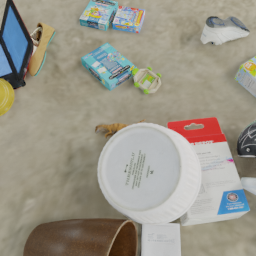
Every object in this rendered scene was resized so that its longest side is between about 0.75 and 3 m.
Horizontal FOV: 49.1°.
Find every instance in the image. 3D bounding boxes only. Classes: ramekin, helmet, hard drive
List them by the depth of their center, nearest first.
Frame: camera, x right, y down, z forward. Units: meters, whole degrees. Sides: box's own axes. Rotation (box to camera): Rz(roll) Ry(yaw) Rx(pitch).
[{"bbox_3d":[4.150,1.656,6.769,1.556,2.360,0.310,28,74,-16],"label":"hard drive"},{"bbox_3d":[0.454,1.078,7.067,2.657,1.238,2.657,-6,72,18],"label":"ramekin"},{"bbox_3d":[0.858,3.293,7.321,1.025,0.197,1.553,3,60,2],"label":"hard drive"},{"bbox_3d":[4.112,0.494,7.981,1.799,1.799,1.715,-37,78,-19],"label":"helmet"}]

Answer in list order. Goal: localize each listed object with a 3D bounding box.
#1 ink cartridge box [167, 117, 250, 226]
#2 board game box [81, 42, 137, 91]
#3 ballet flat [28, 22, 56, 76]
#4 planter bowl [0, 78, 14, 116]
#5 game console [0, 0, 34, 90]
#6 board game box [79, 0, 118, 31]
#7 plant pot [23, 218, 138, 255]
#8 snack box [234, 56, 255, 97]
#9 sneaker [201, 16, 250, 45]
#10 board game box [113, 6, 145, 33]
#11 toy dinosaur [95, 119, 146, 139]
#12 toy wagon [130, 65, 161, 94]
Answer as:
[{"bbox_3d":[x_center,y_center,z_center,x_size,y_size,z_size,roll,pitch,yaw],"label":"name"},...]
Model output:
[{"bbox_3d":[2.101,1.179,8.101,1.667,0.965,2.870,-6,60,-3],"label":"ink cartridge box"},{"bbox_3d":[-0.722,-2.319,10.466,1.288,0.400,1.706,-37,67,-20],"label":"board game box"},{"bbox_3d":[-3.472,-3.027,10.597,0.801,0.872,2.541,32,47,-31],"label":"ballet flat"},{"bbox_3d":[-4.686,-1.121,9.425,1.501,0.625,1.501,1,76,-2],"label":"planter bowl"},{"bbox_3d":[-4.777,-2.868,10.018,2.528,1.741,2.933,-24,63,-14],"label":"game console"},{"bbox_3d":[-1.233,-4.921,12.007,1.171,0.364,1.551,15,61,9],"label":"board game box"},{"bbox_3d":[-1.200,3.038,6.576,2.284,2.135,2.135,5,59,21],"label":"plant pot"},{"bbox_3d":[5.389,-1.669,9.860,2.011,0.807,2.385,-32,63,-17],"label":"snack box"},{"bbox_3d":[3.821,-3.812,11.112,2.314,1.008,0.862,-5,56,-25],"label":"sneaker"},{"bbox_3d":[0.046,-4.590,11.832,1.142,0.326,1.166,11,60,7],"label":"board game box"},{"bbox_3d":[-0.207,0.041,9.033,1.755,0.530,0.932,-5,59,-3],"label":"toy dinosaur"},{"bbox_3d":[0.595,-1.797,10.097,1.235,0.244,0.958,36,64,3],"label":"toy wagon"}]
